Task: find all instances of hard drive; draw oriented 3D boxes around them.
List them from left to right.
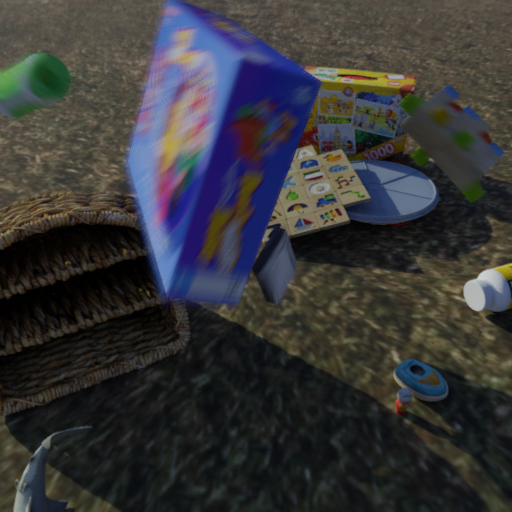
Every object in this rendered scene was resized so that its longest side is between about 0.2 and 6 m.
[{"bbox_3d":[0.265,0.145,7.347,0.182,0.961,0.671,19,66,24],"label":"hard drive"}]

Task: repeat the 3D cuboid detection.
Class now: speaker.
[{"bbox_3d":[-2.834,-2.084,6.936,1.346,0.595,0.595,2,27,46],"label":"speaker"}]

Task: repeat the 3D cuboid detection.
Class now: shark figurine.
[{"bbox_3d":[-2.373,2.680,6.340,0.668,1.601,0.956,20,-16,-40],"label":"shark figurine"}]

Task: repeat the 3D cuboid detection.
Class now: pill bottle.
[{"bbox_3d":[4.168,0.529,9.371,1.274,0.714,0.714,-13,38,-17],"label":"pill bottle"}]

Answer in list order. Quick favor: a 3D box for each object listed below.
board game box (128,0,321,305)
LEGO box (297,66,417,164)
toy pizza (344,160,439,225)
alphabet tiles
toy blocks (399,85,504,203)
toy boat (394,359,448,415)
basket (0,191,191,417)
[{"bbox_3d":[-0.767,-1.658,7.545,0.914,2.744,4.081,9,28,-24],"label":"board game box"},{"bbox_3d":[2.398,-3.420,13.791,2.699,2.010,1.042,10,37,14],"label":"LEGO box"},{"bbox_3d":[2.562,-1.343,12.246,2.725,0.432,2.725,-1,35,1],"label":"toy pizza"},{"bbox_3d":[0.753,-1.432,12.140,2.879,0.110,3.459,-15,36,1],"label":"alphabet tiles"},{"bbox_3d":[3.466,-2.081,9.686,2.035,1.017,1.391,49,49,5],"label":"toy blocks"},{"bbox_3d":[2.229,1.814,7.806,0.786,0.434,0.935,26,43,31],"label":"toy boat"},{"bbox_3d":[-2.734,0.444,8.233,3.037,2.167,2.262,-16,37,-21],"label":"basket"}]
